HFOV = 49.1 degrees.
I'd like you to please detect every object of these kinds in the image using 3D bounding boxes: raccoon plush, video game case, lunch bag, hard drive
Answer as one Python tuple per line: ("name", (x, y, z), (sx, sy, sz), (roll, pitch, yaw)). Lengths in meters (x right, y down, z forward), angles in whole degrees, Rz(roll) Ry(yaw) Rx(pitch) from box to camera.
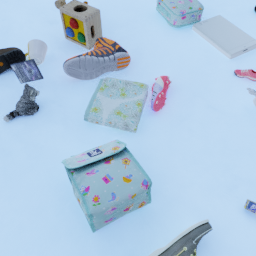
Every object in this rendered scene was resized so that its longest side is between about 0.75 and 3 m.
("raccoon plush", (-3.421, -0.781, 8.979), (0.661, 0.916, 1.367), (32, 59, 22))
("video game case", (-3.427, -1.910, 9.506), (1.019, 0.728, 0.097), (-6, 34, 25))
("lunch bag", (2.238, -5.391, 12.616), (1.664, 0.800, 2.074), (-20, 55, -12))
("hard drive", (4.058, -3.866, 11.749), (1.565, 0.312, 2.373), (-25, 57, -18))
("lunch bag", (-0.599, 1.252, 7.207), (1.760, 1.260, 2.066), (-22, 52, -16))

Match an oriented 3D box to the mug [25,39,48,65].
("mug", (-3.541, -2.806, 10.803), (0.757, 0.945, 0.776), (13, 56, -31))

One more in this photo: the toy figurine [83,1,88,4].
("toy figurine", (-2.023, -5.141, 12.486), (1.002, 0.697, 0.986), (-23, 56, -16))

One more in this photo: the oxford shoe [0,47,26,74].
("oxford shoe", (-4.998, -2.466, 10.476), (2.228, 0.810, 0.941), (-20, 40, -18))

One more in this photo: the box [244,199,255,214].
("box", (3.382, 2.097, 7.127), (0.763, 0.245, 0.267), (23, 89, 17))

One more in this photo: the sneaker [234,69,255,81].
("sneaker", (4.390, -2.053, 10.293), (0.914, 0.396, 0.337), (19, 55, 15))

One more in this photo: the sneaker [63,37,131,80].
("sneaker", (-1.287, -2.638, 10.511), (2.551, 0.990, 1.429), (-13, 49, -23))

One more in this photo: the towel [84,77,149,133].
("towel", (-0.332, -0.847, 9.304), (1.749, 0.492, 2.044), (11, 53, 10))

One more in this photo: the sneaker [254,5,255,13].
("sneaker", (6.235, -5.470, 12.923), (0.933, 0.390, 0.563), (33, 54, 32))

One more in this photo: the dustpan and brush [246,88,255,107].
("dustpan and brush", (4.221, -0.845, 8.804), (1.678, 0.480, 1.171), (16, 42, -22))

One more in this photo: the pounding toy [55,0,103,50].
("pounding toy", (-2.241, -4.500, 11.180), (2.232, 1.961, 1.021), (30, 58, 21))

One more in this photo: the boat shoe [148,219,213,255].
("boat shoe", (1.188, 2.811, 6.374), (1.972, 0.705, 0.590), (-30, 58, -14))

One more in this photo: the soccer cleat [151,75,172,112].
("soccer cleat", (1.022, -1.176, 9.618), (0.620, 0.541, 1.623), (-2, 51, 35))
